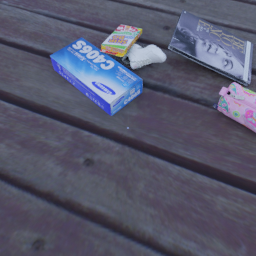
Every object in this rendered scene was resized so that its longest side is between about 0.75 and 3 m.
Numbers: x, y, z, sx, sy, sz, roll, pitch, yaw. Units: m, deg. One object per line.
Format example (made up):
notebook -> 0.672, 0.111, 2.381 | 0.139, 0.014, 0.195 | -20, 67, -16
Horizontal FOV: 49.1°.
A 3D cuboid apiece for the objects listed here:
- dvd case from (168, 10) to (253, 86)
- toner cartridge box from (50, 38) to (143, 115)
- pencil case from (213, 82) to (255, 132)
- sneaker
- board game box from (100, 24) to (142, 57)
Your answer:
dvd case -> 2.934, -2.805, 9.585 | 2.902, 0.232, 2.158 | 25, 55, -4
toner cartridge box -> -1.053, -1.754, 9.067 | 2.940, 0.635, 1.396 | 39, 65, 24
pencil case -> 3.633, -0.422, 7.869 | 2.278, 0.996, 0.996 | 36, 61, 22
sneaker -> 0.502, -2.289, 9.393 | 1.731, 0.674, 0.860 | 18, 70, 44
board game box -> -0.216, -3.010, 9.569 | 0.847, 0.266, 1.773 | 17, 50, 15
